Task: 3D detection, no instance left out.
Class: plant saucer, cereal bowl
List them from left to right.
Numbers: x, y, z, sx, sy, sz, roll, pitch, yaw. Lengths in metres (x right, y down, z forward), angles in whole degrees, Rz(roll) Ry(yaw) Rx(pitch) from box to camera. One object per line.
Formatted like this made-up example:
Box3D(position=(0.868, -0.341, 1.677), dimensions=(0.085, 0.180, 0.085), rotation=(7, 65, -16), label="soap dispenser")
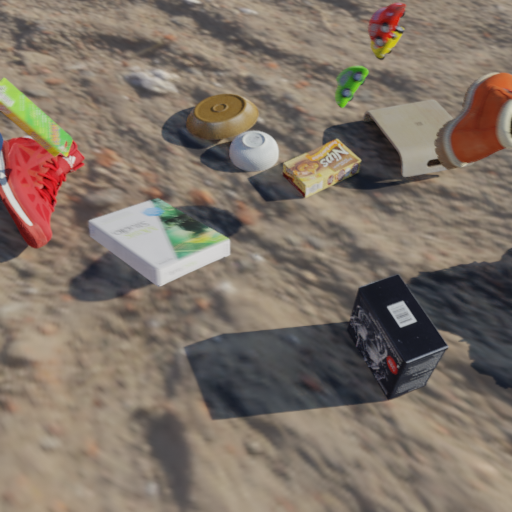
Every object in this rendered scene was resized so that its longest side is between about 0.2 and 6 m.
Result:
Box3D(position=(-0.755, -3.085, 12.092), dimensions=(1.608, 0.285, 1.608), rotation=(-5, 45, 5), label="plant saucer")
Box3D(position=(-0.049, -2.221, 11.492), dimensions=(1.025, 0.427, 1.025), rotation=(0, 52, 1), label="cereal bowl")

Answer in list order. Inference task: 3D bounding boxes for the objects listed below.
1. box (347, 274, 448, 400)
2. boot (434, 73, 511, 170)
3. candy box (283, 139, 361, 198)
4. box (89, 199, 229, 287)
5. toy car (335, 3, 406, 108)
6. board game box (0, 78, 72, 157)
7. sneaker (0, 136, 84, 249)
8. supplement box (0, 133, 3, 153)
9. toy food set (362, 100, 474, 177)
Box3D(position=(2.018, 1.205, 8.252), dimensions=(0.698, 1.221, 1.341), rotation=(-18, 54, -14), label="box")
Box3D(position=(3.705, -2.167, 8.457), dimensions=(1.192, 0.834, 2.223), rotation=(-12, 33, 53), label="boot")
Box3D(position=(1.301, -1.753, 11.143), dimensions=(1.354, 0.374, 0.781), rotation=(-26, 56, -19), label="candy box")
Box3D(position=(-0.958, -0.176, 5.487), dimensions=(0.852, 0.214, 1.180), rotation=(-26, 43, -38), label="box")
Box3D(position=(1.306, -2.380, 6.747), dimensions=(0.296, 1.248, 1.326), rotation=(38, 16, 6), label="toy car")
Box3D(position=(-3.639, -2.207, 9.131), dimensions=(0.214, 1.424, 0.680), rotation=(-36, 34, 20), label="board game box")
Box3D(position=(-3.934, -1.482, 10.476), dimensions=(1.681, 1.140, 2.910), rotation=(-25, 57, -17), label="sneaker")
Box3D(position=(-4.205, -1.604, 7.108), dimensions=(1.179, 1.754, 1.756), rotation=(-6, 50, -6), label="supplement box")
Box3D(position=(3.318, -2.463, 11.643), dimensions=(1.551, 0.653, 2.161), rotation=(-11, 44, -8), label="toy food set")
